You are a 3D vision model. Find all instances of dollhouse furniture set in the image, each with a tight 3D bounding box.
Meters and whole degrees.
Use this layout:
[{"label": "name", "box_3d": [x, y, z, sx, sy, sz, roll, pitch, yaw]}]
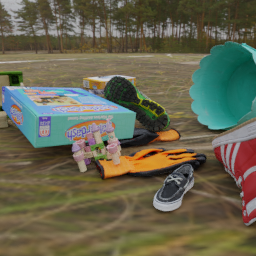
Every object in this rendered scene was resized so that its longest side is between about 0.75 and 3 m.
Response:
[{"label": "dollhouse furniture set", "box_3d": [-4.068, -0.705, 7.349, 2.636, 1.323, 1.727, -7, 19, -21]}]

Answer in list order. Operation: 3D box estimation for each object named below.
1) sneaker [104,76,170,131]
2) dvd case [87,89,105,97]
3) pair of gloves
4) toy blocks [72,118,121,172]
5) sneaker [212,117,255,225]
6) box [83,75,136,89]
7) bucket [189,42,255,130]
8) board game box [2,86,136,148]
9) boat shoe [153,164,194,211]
[{"label": "sneaker", "box_3d": [0.198, -0.570, 7.139, 2.032, 0.793, 0.865, 41, 8, 19]}, {"label": "dvd case", "box_3d": [-0.883, -1.476, 11.753, 1.597, 0.128, 1.188, -4, 18, -12]}, {"label": "pair of gloves", "box_3d": [0.299, 0.364, 5.728, 2.111, 0.293, 2.369, -4, 17, -12]}, {"label": "toy blocks", "box_3d": [-0.573, 0.241, 5.111, 0.817, 0.736, 0.874, -14, 16, 7]}, {"label": "sneaker", "box_3d": [1.861, 0.705, 4.105, 0.874, 1.381, 2.455, -2, -12, 2]}, {"label": "box", "box_3d": [-0.770, -2.199, 13.486, 2.409, 0.500, 1.434, -12, 21, -40]}, {"label": "bucket", "box_3d": [2.775, -0.964, 7.024, 1.405, 2.160, 2.160, 0, 15, -30]}, {"label": "board game box", "box_3d": [-1.463, -0.391, 6.340, 2.096, 0.620, 2.756, -4, 19, -34]}, {"label": "boat shoe", "box_3d": [0.703, 0.830, 4.119, 0.386, 0.365, 1.076, 12, 21, 33]}]
